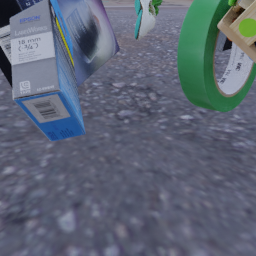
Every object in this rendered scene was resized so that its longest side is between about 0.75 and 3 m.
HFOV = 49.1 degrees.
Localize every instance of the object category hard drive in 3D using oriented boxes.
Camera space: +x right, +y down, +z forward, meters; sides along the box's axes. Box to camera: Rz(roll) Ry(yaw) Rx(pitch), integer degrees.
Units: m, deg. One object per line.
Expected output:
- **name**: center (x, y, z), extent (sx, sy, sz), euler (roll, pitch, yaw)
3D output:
- **hard drive**: center (3.073, -3.027, 8.032), extent (1.127, 1.671, 0.354), euler (-21, 48, -32)

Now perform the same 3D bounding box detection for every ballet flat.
- **ballet flat**: center (0.581, -3.607, 9.076), extent (0.719, 0.719, 2.071), euler (0, 57, 1)

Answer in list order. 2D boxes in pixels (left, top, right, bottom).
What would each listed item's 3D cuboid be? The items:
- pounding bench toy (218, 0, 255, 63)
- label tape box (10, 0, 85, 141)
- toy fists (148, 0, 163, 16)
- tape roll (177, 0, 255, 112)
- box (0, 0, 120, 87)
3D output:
- **pounding bench toy**: center (1.950, -1.912, 4.080), extent (1.691, 1.319, 1.051), euler (42, 55, -3)
- **label tape box**: center (-1.295, -1.042, 4.596), extent (0.666, 1.516, 2.103), euler (-12, 66, -1)
- **toy fists**: center (0.971, -4.768, 10.771), extent (0.403, 1.172, 0.598), euler (-35, 75, -25)
- **tape roll**: center (1.887, -1.519, 5.473), extent (2.368, 2.368, 0.569), euler (-24, 31, -37)
- **box**: center (-1.832, -2.476, 6.698), extent (1.676, 2.720, 2.698), euler (-3, 35, 32)
